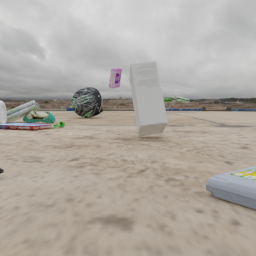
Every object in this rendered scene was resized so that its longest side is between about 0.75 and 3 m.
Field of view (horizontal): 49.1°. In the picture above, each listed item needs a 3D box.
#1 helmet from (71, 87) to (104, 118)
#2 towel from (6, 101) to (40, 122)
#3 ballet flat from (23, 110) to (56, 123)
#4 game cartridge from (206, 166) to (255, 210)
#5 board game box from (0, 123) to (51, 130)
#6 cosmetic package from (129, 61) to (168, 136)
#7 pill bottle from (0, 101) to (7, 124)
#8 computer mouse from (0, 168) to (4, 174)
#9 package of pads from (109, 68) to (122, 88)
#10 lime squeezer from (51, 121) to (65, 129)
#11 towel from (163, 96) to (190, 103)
[{"bbox_3d":[-2.860,-1.829,19.998,2.374,2.374,2.263,1,-4,10],"label":"helmet"},{"bbox_3d":[-5.395,-0.805,13.978,1.899,0.457,1.625,-26,3,-13],"label":"towel"},{"bbox_3d":[-4.406,-0.603,13.642,1.814,0.611,0.638,3,-38,16],"label":"ballet flat"},{"bbox_3d":[1.301,0.527,2.580,1.006,0.204,0.671,-3,9,-37],"label":"game cartridge"},{"bbox_3d":[-3.814,-0.054,10.161,1.834,0.178,0.944,2,6,25],"label":"board game box"},{"bbox_3d":[0.494,-0.750,7.380,0.733,1.727,0.929,-8,-16,-4],"label":"cosmetic package"},{"bbox_3d":[-5.859,-0.549,11.051,1.821,1.060,1.060,-2,5,-7],"label":"pill bottle"},{"bbox_3d":[-1.855,0.483,3.155,0.827,0.218,0.572,17,14,37],"label":"computer mouse"},{"bbox_3d":[-0.509,-2.001,11.278,0.301,0.795,0.479,20,24,25],"label":"package of pads"},{"bbox_3d":[-2.683,-0.134,10.826,0.479,0.256,1.357,-1,5,-12],"label":"lime squeezer"},{"bbox_3d":[1.642,-1.149,12.181,1.738,0.203,1.326,-2,-1,36],"label":"towel"}]
